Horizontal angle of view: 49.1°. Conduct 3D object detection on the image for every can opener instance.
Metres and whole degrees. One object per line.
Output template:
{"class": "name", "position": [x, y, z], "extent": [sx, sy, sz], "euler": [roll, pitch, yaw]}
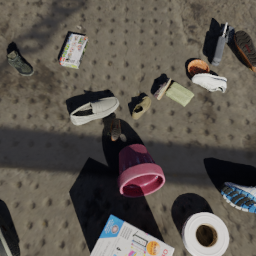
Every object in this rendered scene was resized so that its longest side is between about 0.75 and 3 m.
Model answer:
{"class": "can opener", "position": [4.541, -3.946, 13.194], "extent": [0.779, 0.622, 2.331], "euler": [15, 69, 7]}

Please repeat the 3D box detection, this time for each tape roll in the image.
{"class": "tape roll", "position": [2.723, 3.813, 9.952], "extent": [1.572, 0.550, 1.572], "euler": [0, 68, 0]}

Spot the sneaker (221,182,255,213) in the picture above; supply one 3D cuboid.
{"class": "sneaker", "position": [4.872, 2.515, 10.375], "extent": [2.867, 1.075, 1.242], "euler": [22, 57, 5]}

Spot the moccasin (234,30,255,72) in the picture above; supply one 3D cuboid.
{"class": "moccasin", "position": [5.549, -3.580, 13.011], "extent": [0.778, 0.821, 2.127], "euler": [-27, 73, 4]}

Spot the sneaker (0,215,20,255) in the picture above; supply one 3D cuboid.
{"class": "sneaker", "position": [-4.781, 4.002, 9.784], "extent": [1.259, 0.887, 2.371], "euler": [-40, 63, -10]}

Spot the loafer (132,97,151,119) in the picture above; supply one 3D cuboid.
{"class": "loafer", "position": [0.607, -0.897, 12.013], "extent": [0.465, 0.412, 1.223], "euler": [31, 70, 12]}

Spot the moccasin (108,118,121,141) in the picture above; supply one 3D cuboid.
{"class": "moccasin", "position": [-0.553, 0.105, 11.391], "extent": [0.433, 0.457, 1.183], "euler": [11, 41, -19]}

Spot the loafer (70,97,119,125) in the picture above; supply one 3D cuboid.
{"class": "loafer", "position": [-1.387, -0.775, 11.772], "extent": [2.172, 0.758, 0.759], "euler": [-27, 70, -11]}

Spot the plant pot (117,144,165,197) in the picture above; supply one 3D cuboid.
{"class": "plant pot", "position": [0.358, 1.509, 10.431], "extent": [1.706, 1.706, 1.527], "euler": [-13, 52, -5]}

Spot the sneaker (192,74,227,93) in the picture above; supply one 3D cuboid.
{"class": "sneaker", "position": [3.592, -1.982, 12.419], "extent": [1.539, 0.588, 0.620], "euler": [9, 77, 5]}

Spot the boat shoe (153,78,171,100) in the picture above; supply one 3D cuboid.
{"class": "boat shoe", "position": [1.523, -1.792, 12.398], "extent": [0.380, 0.422, 1.173], "euler": [30, 76, 7]}

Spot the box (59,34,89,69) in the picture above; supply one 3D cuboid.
{"class": "box", "position": [-2.543, -3.654, 13.241], "extent": [0.932, 0.294, 1.693], "euler": [13, 68, 5]}

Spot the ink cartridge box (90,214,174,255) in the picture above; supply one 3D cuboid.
{"class": "ink cartridge box", "position": [0.103, 4.175, 9.188], "extent": [2.272, 1.643, 1.672], "euler": [25, 69, 10]}

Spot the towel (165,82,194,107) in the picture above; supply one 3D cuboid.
{"class": "towel", "position": [2.284, -1.519, 12.392], "extent": [1.114, 0.203, 0.827], "euler": [35, 70, 14]}

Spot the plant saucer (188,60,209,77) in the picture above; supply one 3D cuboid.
{"class": "plant saucer", "position": [3.236, -2.698, 12.903], "extent": [0.972, 0.182, 0.972], "euler": [0, 68, -1]}

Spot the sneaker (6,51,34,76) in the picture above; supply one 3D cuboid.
{"class": "sneaker", "position": [-4.940, -2.930, 12.660], "extent": [1.457, 0.835, 0.557], "euler": [38, 74, 12]}
